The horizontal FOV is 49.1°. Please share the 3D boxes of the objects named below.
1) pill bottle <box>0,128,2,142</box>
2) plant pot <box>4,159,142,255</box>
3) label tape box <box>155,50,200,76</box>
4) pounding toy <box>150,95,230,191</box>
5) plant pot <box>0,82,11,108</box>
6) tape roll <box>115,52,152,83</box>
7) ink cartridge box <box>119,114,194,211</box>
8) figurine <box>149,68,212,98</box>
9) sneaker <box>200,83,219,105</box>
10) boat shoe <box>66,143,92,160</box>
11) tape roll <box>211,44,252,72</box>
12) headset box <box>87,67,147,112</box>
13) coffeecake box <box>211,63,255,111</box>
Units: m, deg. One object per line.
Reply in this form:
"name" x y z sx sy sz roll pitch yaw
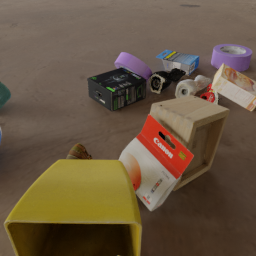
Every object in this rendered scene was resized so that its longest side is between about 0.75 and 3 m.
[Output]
"pill bottle" -4.752 0.441 8.645 1.495 1.495 2.664 -9 35 -12
"plant pot" -0.886 1.861 5.902 2.253 2.253 1.987 0 35 1
"label tape box" 2.661 -3.574 15.178 1.995 0.631 1.439 19 39 26
"pounding toy" 1.228 0.504 8.102 1.839 2.587 2.381 29 30 35
"plant pot" -5.606 -1.220 11.293 1.319 1.319 1.058 10 54 13
"tape roll" 0.248 -2.771 13.091 1.754 1.754 0.575 30 84 36
"ink cartridge box" 0.568 0.922 7.169 0.504 2.012 1.631 -19 54 -39
"figurine" 2.514 -2.162 12.985 2.258 0.972 2.203 25 37 30
"sneaker" 3.497 -1.432 12.120 0.731 0.663 1.722 -2 32 11
"boat shoe" -1.099 0.853 7.112 0.529 1.470 0.500 18 68 11
"tape roll" 5.698 -3.899 15.456 2.036 0.865 2.036 0 35 0
"headset box" -0.547 -1.714 12.213 2.064 0.957 1.797 -25 42 -31
"coffeecake box" 4.639 -1.758 11.917 1.923 0.702 1.476 30 39 2
